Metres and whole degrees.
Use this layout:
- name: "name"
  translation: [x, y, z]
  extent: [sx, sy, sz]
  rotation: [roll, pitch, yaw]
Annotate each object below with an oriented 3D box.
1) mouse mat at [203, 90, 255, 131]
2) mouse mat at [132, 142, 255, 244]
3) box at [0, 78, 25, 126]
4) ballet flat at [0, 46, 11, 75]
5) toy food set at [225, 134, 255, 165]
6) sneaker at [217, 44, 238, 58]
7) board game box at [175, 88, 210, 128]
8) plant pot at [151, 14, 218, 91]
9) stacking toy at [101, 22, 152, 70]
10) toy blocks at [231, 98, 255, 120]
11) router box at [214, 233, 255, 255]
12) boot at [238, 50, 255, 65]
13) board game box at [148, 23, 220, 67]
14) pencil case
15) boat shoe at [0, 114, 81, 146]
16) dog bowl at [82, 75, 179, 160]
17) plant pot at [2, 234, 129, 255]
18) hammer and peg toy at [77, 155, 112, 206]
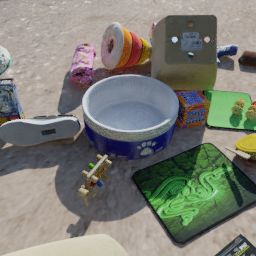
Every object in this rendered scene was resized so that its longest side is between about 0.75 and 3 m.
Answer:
- name: "mouse mat"
  translation: [3.494, -0.661, 9.631]
  extent: [1.709, 0.080, 2.124]
  rotation: [6, 43, 6]
- name: "mouse mat"
  translation: [1.776, 1.472, 7.257]
  extent: [2.786, 0.105, 2.242]
  rotation: [-21, 46, -20]
- name: "box"
  translation: [-4.454, -0.724, 8.607]
  extent: [2.160, 1.479, 0.431]
  rotation: [-4, 35, -4]
- name: "ballet flat"
  translation: [-4.768, -2.529, 9.417]
  extent: [1.065, 1.065, 2.967]
  rotation: [-23, 35, -23]
- name: "toy food set"
  translation: [3.585, 0.650, 7.909]
  extent: [1.672, 0.546, 0.984]
  rotation: [-20, 22, -23]
- name: "sneaker"
  translation: [3.963, -3.222, 12.154]
  extent: [1.449, 0.585, 0.837]
  rotation: [8, 46, 19]
- name: "board game box"
  translation: [1.987, -0.637, 9.007]
  extent: [0.856, 0.855, 0.855]
  rotation: [-11, 42, -12]
- name: "plant pot"
  translation: [1.979, -2.647, 9.506]
  extent: [2.333, 2.068, 2.335]
  rotation: [1, 86, 4]
- name: "stacking toy"
  translation: [0.255, -3.219, 11.623]
  extent: [2.508, 1.833, 1.833]
  rotation: [2, 38, -29]
- name: "toy blocks"
  translation: [4.030, -0.764, 9.438]
  extent: [0.829, 0.361, 0.995]
  rotation: [25, 47, 24]
- name: "router box"
  translation: [2.008, 3.025, 5.178]
  extent: [1.752, 0.544, 1.313]
  rotation: [-25, 48, -24]
- name: "boot"
  translation: [5.801, -3.160, 12.079]
  extent: [1.846, 0.593, 1.720]
  rotation: [13, 42, 20]
- name: "board game box"
  translation: [2.219, -3.290, 11.580]
  extent: [2.441, 0.682, 2.390]
  rotation: [10, 40, -15]
- name: "pencil case"
  translation: [-1.743, -2.517, 11.051]
  extent: [0.968, 0.926, 2.237]
  rotation: [2, 41, -7]
- name: "boat shoe"
  translation: [-2.607, 0.016, 8.448]
  extent: [2.352, 0.807, 0.666]
  rotation: [-5, 23, -7]
- name: "dog bowl"
  translation: [0.059, -0.418, 8.563]
  extent: [2.848, 1.122, 2.848]
  rotation: [0, 42, 0]
- name: "plant pot"
  translation: [-1.273, 2.902, 4.112]
  extent: [2.907, 2.723, 2.723]
  rotation: [-18, 43, -40]
- name: "hammer and peg toy"
  translation: [-0.853, 1.240, 6.534]
  extent: [0.406, 0.848, 1.152]
  rotation: [27, 46, 15]
